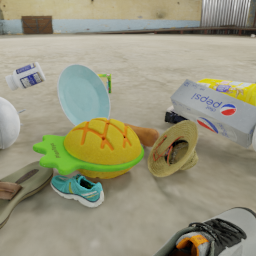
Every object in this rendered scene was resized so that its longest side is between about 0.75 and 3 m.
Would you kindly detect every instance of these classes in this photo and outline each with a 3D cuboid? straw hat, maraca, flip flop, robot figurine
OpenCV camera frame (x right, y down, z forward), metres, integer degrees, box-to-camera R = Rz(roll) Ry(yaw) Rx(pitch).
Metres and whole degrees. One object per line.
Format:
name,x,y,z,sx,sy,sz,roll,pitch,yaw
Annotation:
straw hat,1.333,0.674,7.037,0.736,1.738,1.738,36,12,-21
maraca,-0.844,0.496,6.641,2.618,1.401,1.795,-4,27,-31
flip flop,-2.584,1.251,5.668,1.131,0.803,2.790,11,26,24
robot figurine,-4.254,-0.019,7.729,2.762,1.560,2.343,-15,-7,-31

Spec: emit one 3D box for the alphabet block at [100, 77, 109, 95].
alphabet block,-1.389,-1.885,13.177,0.891,0.871,0.875,-4,21,-7

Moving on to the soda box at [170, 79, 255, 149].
soda box,2.681,-0.501,8.650,2.747,0.871,0.938,32,73,37

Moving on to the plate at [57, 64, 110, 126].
plate,-1.458,-0.970,9.224,0.295,2.309,2.309,-14,10,37

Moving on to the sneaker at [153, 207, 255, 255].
sneaker,1.217,1.799,4.042,2.722,1.079,1.006,-18,27,-40

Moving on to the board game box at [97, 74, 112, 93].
board game box,-1.705,-2.193,13.852,1.770,0.899,0.421,0,23,-1

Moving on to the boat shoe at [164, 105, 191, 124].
boat shoe,2.103,-0.591,10.437,0.904,0.728,1.949,20,34,22

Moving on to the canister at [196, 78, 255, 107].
canister,4.143,-1.342,11.559,2.587,1.119,1.921,15,27,35

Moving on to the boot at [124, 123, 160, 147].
boot,0.082,0.115,8.191,1.204,0.594,1.550,14,7,-36

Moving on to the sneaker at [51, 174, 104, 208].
sneaker,-1.090,1.232,6.080,1.367,0.544,0.530,11,25,27

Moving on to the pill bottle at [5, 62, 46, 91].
pill bottle,-3.570,-1.765,9.757,1.192,0.714,0.714,-23,27,-7

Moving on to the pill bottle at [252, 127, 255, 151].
pill bottle,4.616,0.384,7.002,1.384,1.384,2.495,-19,29,-37
